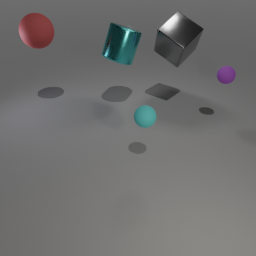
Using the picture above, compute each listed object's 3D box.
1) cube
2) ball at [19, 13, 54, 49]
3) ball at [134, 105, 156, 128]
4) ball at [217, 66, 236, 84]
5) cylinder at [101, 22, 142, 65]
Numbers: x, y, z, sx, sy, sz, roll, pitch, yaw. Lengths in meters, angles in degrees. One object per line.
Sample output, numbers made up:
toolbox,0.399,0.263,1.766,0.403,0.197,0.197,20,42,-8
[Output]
cube,2.148,-3.810,12.143,1.400,1.400,1.400,40,73,13
ball,-3.758,-3.999,11.555,1.400,1.400,1.400,0,31,0
ball,0.533,-0.355,8.728,0.700,0.700,0.700,0,31,0
ball,3.863,-2.081,11.015,0.700,0.700,0.700,0,31,0
cylinder,-0.281,-3.586,11.967,1.400,1.400,1.400,17,21,-7
